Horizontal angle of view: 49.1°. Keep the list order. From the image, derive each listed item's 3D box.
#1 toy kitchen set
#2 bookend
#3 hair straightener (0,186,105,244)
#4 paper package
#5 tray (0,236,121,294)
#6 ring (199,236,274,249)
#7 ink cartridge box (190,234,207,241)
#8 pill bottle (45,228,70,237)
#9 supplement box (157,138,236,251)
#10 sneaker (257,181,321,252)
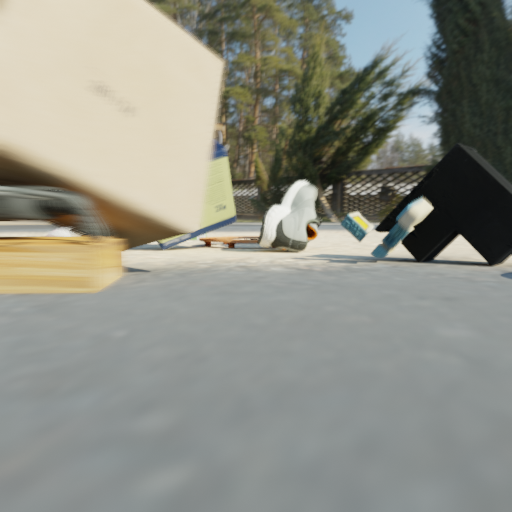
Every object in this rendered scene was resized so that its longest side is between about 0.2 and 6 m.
[{"bbox_3d":[1.927,-0.573,8.606,0.897,1.119,0.659,46,34,14],"label":"toy kitchen set"},{"bbox_3d":[3.228,-0.424,8.734,1.874,1.862,0.863,51,29,21],"label":"bookend"},{"bbox_3d":[-3.370,-0.384,5.415,3.849,0.787,1.481,6,7,8],"label":"hair straightener"},{"bbox_3d":[-2.092,-1.848,6.888,1.558,2.871,3.012,-12,-28,41],"label":"paper package"},{"bbox_3d":[-3.076,0.065,6.047,2.952,0.547,1.456,-1,4,-4],"label":"tray"},{"bbox_3d":[-0.182,-0.334,13.466,2.388,0.229,2.388,0,3,0],"label":"ring"},{"bbox_3d":[-1.928,-0.633,16.784,0.526,0.301,1.014,-3,5,-31],"label":"ink cartridge box"},{"bbox_3d":[-3.987,-0.329,11.108,0.545,0.309,0.309,-33,9,-6],"label":"pill bottle"},{"bbox_3d":[-1.550,-1.407,11.831,1.794,1.792,1.204,-23,39,-19],"label":"supplement box"},{"bbox_3d":[0.913,-0.777,12.066,1.088,1.015,2.745,22,32,9],"label":"sneaker"}]
